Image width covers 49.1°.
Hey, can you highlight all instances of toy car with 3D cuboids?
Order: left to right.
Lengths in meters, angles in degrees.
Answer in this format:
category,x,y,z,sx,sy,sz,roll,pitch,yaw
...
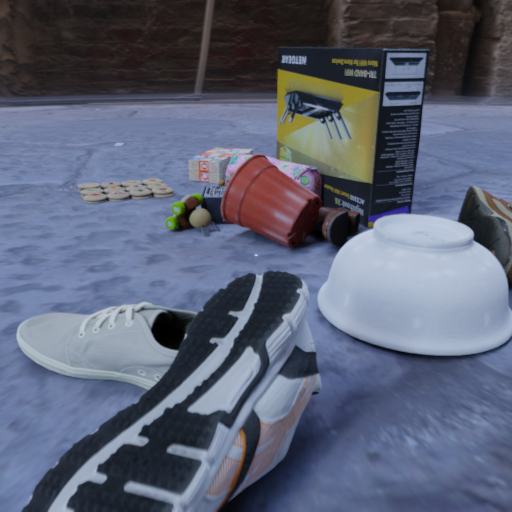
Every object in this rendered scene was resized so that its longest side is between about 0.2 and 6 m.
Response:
category,x,y,z,sx,sy,sz,roll,pitch,yaw
toy car,-1.174,-0.691,11.152,0.937,0.740,0.770,38,36,13

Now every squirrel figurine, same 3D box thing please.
category,x,y,z,sx,sy,sz,roll,pitch,yaw
squirrel figurine,-0.773,-1.373,12.865,0.876,0.664,0.939,-24,-10,-5

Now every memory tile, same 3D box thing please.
category,x,y,z,sx,sy,sz,roll,pitch,yaw
memory tile,-3.302,-1.669,14.149,2.206,0.185,1.691,-8,22,-20

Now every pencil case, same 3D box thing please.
category,x,y,z,sx,sy,sz,roll,pitch,yaw
pencil case,0.371,-1.762,13.124,1.084,1.084,2.480,-18,28,-40

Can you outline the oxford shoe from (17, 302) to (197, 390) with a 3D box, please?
category,x,y,z,sx,sy,sz,roll,pitch,yaw
oxford shoe,-1.455,0.898,6.258,2.912,0.841,1.095,7,24,25

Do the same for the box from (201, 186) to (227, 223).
category,x,y,z,sx,sy,sz,roll,pitch,yaw
box,-0.650,-1.101,11.966,0.993,0.617,1.001,0,20,0

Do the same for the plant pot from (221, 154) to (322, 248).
category,x,y,z,sx,sy,sz,roll,pitch,yaw
plant pot,0.345,-0.916,10.290,1.404,1.443,1.443,32,33,22

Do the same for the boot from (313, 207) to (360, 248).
category,x,y,z,sx,sy,sz,roll,pitch,yaw
boot,0.805,-0.697,10.796,2.049,0.658,1.910,12,10,21

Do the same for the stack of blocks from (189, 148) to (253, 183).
category,x,y,z,sx,sy,sz,roll,pitch,yaw
stack of blocks,-0.963,-2.621,16.097,1.204,0.612,2.091,6,21,17

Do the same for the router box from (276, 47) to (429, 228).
category,x,y,z,sx,sy,sz,roll,pitch,yaw
router box,1.896,-2.931,12.806,1.155,3.477,4.422,-9,22,-22

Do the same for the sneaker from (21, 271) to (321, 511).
category,x,y,z,sx,sy,sz,roll,pitch,yaw
sneaker,-0.379,1.513,4.195,1.199,1.301,3.252,4,37,40

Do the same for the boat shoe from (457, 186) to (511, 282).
category,x,y,z,sx,sy,sz,roll,pitch,yaw
boat shoe,4.085,-0.306,9.326,1.136,1.164,3.077,13,24,5

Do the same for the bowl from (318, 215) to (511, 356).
category,x,y,z,sx,sy,sz,roll,pitch,yaw
bowl,2.155,0.172,7.503,2.638,1.186,2.638,0,20,0
